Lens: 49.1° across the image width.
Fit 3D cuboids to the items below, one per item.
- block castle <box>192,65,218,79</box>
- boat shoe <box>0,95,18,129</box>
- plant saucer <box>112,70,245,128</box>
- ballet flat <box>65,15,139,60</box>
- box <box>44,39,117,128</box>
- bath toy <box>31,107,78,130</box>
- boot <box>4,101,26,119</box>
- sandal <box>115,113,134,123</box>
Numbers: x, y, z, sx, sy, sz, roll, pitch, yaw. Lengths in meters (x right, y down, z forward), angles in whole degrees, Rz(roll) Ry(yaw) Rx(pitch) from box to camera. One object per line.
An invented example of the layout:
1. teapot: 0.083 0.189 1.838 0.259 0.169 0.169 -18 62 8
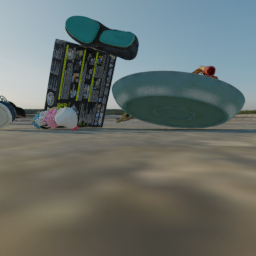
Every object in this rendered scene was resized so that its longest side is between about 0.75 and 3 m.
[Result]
1. block castle: 3.014 -1.260 10.967 1.428 2.137 1.002 -32 27 -6
2. boat shoe: -2.657 -0.308 5.669 1.694 0.634 0.524 -5 14 43
3. plant saucer: 0.925 -0.420 5.579 2.593 0.355 2.593 9 -13 2
4. ballet flat: -0.582 -1.973 6.324 1.945 0.711 0.711 25 11 24
5. box: -1.192 -1.030 7.096 1.651 2.061 0.456 -1 19 -46
6. bath toy: -1.294 -0.164 5.178 1.205 0.524 0.445 0 -39 49
7. boot: -3.602 -0.437 8.186 0.800 0.389 1.062 -16 -12 9
8. sandal: -0.075 -0.453 10.877 1.197 0.323 0.481 -10 8 44
